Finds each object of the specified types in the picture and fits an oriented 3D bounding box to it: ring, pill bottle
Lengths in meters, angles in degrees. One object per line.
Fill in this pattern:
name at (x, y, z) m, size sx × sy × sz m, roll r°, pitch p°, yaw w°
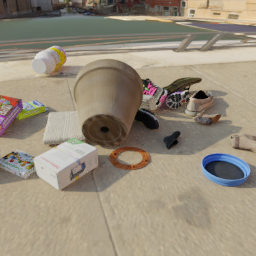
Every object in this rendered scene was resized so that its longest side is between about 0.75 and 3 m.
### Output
ring at (0.050, 0.994, 9.733) m, size 1.406 × 0.135 × 1.406 m, roll 0°, pitch 29°, yaw 0°
pill bottle at (-5.220, -4.453, 18.528) m, size 1.428 × 1.428 × 2.739 m, roll 7°, pitch 29°, yaw 12°

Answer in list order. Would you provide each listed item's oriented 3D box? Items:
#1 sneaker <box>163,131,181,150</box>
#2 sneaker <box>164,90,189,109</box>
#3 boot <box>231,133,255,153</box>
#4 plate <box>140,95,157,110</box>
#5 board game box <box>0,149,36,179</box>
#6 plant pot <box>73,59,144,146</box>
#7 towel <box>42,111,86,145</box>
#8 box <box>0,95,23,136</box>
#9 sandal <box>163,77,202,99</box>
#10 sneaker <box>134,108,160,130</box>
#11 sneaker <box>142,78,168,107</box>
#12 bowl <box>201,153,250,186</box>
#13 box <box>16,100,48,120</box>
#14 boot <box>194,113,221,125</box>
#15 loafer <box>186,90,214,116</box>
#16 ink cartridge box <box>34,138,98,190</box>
sneaker at (1.738, 0.455, 10.586) m, size 1.010 × 0.303 × 0.527 m, roll -23°, pitch 35°, yaw -28°
sneaker at (2.318, -1.387, 13.806) m, size 0.784 × 0.758 × 1.880 m, roll 4°, pitch 15°, yaw 40°
boot at (4.278, 0.632, 10.156) m, size 0.977 × 0.469 × 1.336 m, roll -2°, pitch 26°, yaw 11°
plate at (0.517, -1.163, 12.866) m, size 1.502 × 0.243 × 1.499 m, roll 7°, pitch -16°, yaw 14°
board game box at (-3.568, 1.168, 9.287) m, size 1.345 × 0.233 × 0.849 m, roll 15°, pitch 33°, yaw 26°
plant pot at (-0.793, -0.772, 10.680) m, size 2.861 × 2.861 × 2.483 m, roll 0°, pitch 44°, yaw 1°
towel at (-2.527, -0.037, 11.385) m, size 1.606 × 0.418 × 2.424 m, roll -5°, pitch 29°, yaw -5°
box at (-6.248, -0.727, 11.695) m, size 2.956 × 0.578 × 2.023 m, roll 11°, pitch 41°, yaw 4°
sandal at (2.731, -2.031, 14.877) m, size 2.714 × 0.741 × 1.109 m, roll -30°, pitch 31°, yaw -21°
sneaker at (0.900, -0.516, 12.011) m, size 0.738 × 0.639 × 1.783 m, roll -17°, pitch 32°, yaw -28°
sneaker at (1.078, -1.819, 13.739) m, size 1.117 × 0.942 × 2.553 m, roll 27°, pitch 15°, yaw -21°
bowl at (3.087, 1.319, 8.953) m, size 1.482 × 0.291 × 1.482 m, roll 0°, pitch 28°, yaw 0°
box at (-4.570, -0.886, 13.016) m, size 1.489 × 0.355 × 0.908 m, roll -24°, pitch 37°, yaw -36°
boot at (3.430, -0.462, 12.198) m, size 1.096 × 0.385 × 0.801 m, roll -24°, pitch 35°, yaw -38°
loafer at (3.548, -1.421, 13.462) m, size 0.978 × 0.855 × 2.720 m, roll 15°, pitch 32°, yaw 26°
ink cartridge box at (-1.948, 1.085, 8.930) m, size 1.197 × 0.721 × 1.647 m, roll 21°, pitch 33°, yaw 34°
